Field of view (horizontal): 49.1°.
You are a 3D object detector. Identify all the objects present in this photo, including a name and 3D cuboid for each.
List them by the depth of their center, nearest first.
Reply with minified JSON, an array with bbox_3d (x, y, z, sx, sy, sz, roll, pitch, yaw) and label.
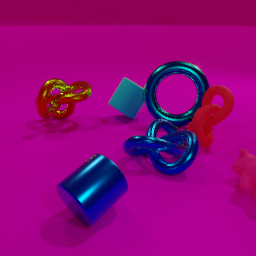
[{"bbox_3d":[-0.477,0.823,3.792,0.704,0.704,0.704,21,48,41],"label":"cylinder"},{"bbox_3d":[2.042,0.638,4.351,0.517,0.942,0.927,38,52,-10],"label":"cow figurine"},{"bbox_3d":[0.721,0.348,5.227,1.423,0.657,1.331,-16,26,-31],"label":"knot shape"},{"bbox_3d":[1.754,-0.211,6.154,0.620,1.342,1.256,28,-8,9],"label":"knot shape"},{"bbox_3d":[1.194,-0.825,6.905,1.625,1.625,0.325,4,13,9],"label":"ring"},{"bbox_3d":[-1.754,-0.670,7.092,1.561,0.721,1.461,-23,-8,-42],"label":"knot shape"},{"bbox_3d":[0.028,-0.791,7.496,0.823,0.823,0.823,32,6,-4],"label":"cylinder"}]
